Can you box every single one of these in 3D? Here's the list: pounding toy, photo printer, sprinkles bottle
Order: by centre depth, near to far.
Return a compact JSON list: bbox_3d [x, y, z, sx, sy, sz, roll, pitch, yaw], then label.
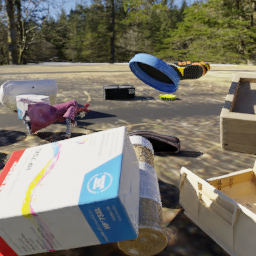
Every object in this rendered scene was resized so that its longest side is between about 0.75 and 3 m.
[{"bbox_3d":[0.177,1.041,4.883,0.752,0.752,2.204,-1,33,-2],"label":"sprinkles bottle"},{"bbox_3d":[4.387,-0.385,8.536,2.492,1.925,2.708,9,47,27],"label":"pounding toy"},{"bbox_3d":[-4.698,-1.553,13.218,2.505,0.870,2.084,-7,-12,-20],"label":"photo printer"}]

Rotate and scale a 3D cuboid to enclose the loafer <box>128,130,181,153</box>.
[{"bbox_3d":[0.687,0.452,8.211,1.737,0.624,0.547,3,21,1],"label":"loafer"}]

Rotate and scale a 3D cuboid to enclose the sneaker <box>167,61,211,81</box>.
[{"bbox_3d":[1.844,-1.848,8.966,0.735,0.571,1.634,-26,25,-38],"label":"sneaker"}]

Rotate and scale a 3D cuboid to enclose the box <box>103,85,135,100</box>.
[{"bbox_3d":[-0.555,-2.175,16.847,1.804,0.712,1.274,-3,20,-9],"label":"box"}]

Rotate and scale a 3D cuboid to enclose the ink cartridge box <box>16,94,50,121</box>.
[{"bbox_3d":[-3.950,-0.844,11.809,1.391,1.005,0.589,9,19,27],"label":"ink cartridge box"}]

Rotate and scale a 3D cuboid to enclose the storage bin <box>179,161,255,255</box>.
[{"bbox_3d":[2.242,1.238,4.898,2.008,0.941,1.994,-8,19,-23],"label":"storage bin"}]

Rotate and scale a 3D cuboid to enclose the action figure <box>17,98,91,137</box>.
[{"bbox_3d":[-2.486,-0.580,9.951,2.369,1.764,1.587,-19,15,-14],"label":"action figure"}]

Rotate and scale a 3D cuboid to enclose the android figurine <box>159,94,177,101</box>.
[{"bbox_3d":[2.361,-1.822,16.533,0.999,0.225,1.098,8,20,26],"label":"android figurine"}]

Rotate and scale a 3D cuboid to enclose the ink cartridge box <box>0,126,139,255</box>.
[{"bbox_3d":[-1.159,0.974,4.246,2.560,0.861,1.487,-13,33,12],"label":"ink cartridge box"}]

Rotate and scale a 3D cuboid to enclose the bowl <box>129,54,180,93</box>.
[{"bbox_3d":[0.839,-1.696,8.748,1.709,0.335,1.709,29,-9,5],"label":"bowl"}]
